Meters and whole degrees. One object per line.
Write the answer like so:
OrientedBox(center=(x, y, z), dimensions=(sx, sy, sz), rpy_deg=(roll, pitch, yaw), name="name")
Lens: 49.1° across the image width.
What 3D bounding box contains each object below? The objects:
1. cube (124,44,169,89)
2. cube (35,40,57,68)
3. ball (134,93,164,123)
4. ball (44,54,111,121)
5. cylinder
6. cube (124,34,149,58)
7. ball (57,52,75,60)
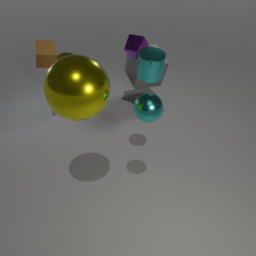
OrientedBox(center=(0.805, -2.808, 12.781), dimensions=(1.400, 1.400, 1.400), rpy_deg=(-11, 55, -21), name="cube")
OrientedBox(center=(-2.942, -2.639, 10.014), dimensions=(0.700, 0.700, 0.700), rpy_deg=(-4, 62, -18), name="cube")
OrientedBox(center=(0.483, -0.476, 6.572), dimensions=(0.700, 0.700, 0.700), rpy_deg=(0, 31, 0), name="ball")
OrientedBox(center=(-1.074, -0.850, 5.991), dimensions=(1.400, 1.400, 1.400), rpy_deg=(0, 31, 0), name="ball")
OrientedBox(center=(0.614, -1.679, 7.422), dimensions=(0.700, 0.700, 0.700), rpy_deg=(1, 49, -2), name="cylinder")
OrientedBox(center=(0.354, -3.318, 11.467), dimensions=(0.700, 0.700, 0.700), rpy_deg=(16, -6, 23), name="cube")
OrientedBox(center=(-2.557, -2.463, 11.774), dimensions=(1.400, 1.400, 1.400), rpy_deg=(0, 31, 0), name="ball")
